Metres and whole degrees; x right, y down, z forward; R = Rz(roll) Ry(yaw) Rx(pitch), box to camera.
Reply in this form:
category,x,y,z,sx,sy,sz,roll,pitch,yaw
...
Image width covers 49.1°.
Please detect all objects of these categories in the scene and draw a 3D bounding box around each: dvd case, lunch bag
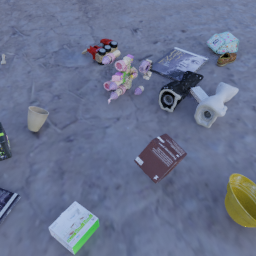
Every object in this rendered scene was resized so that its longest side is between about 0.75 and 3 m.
category,x,y,z,sx,sy,sz,roll,pitch,yaw
dvd case,-4.725,2.482,9.024,1.976,0.158,1.469,14,46,14
lunch bag,5.339,-4.783,15.910,1.433,0.874,1.220,-14,45,-6
dvd case,2.733,-3.440,14.996,2.083,0.224,2.801,29,51,26

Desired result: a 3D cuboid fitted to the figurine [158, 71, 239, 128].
category,x,y,z,sx,sy,sz,roll,pitch,yaw
figurine,3.257,-1.546,12.491,2.866,1.234,2.796,26,46,23

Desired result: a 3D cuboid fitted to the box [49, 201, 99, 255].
category,x,y,z,sx,sy,sz,roll,pitch,yaw
box,-1.585,2.922,8.302,0.982,0.538,1.113,27,51,25

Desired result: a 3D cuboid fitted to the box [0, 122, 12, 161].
category,x,y,z,sx,sy,sz,roll,pitch,yaw
box,-5.244,0.658,10.314,1.534,0.953,1.139,-19,48,-17

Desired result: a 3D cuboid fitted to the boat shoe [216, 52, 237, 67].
category,x,y,z,sx,sy,sz,roll,pitch,yaw
boat shoe,5.425,-3.819,15.162,1.543,0.524,0.555,-34,54,-30

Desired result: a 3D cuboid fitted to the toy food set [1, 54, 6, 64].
category,x,y,z,sx,sy,sz,roll,pitch,yaw
toy food set,-7.639,-3.760,15.218,1.798,0.361,1.241,-13,46,-13

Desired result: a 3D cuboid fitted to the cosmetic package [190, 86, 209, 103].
category,x,y,z,sx,sy,sz,roll,pitch,yaw
cosmetic package,3.352,-1.477,12.956,0.460,0.282,1.114,-13,46,-13

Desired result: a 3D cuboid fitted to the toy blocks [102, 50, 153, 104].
category,x,y,z,sx,sy,sz,roll,pitch,yaw
toy blocks,-0.262,-2.189,12.538,2.058,1.923,1.732,24,43,20

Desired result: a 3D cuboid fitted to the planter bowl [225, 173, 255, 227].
category,x,y,z,sx,sy,sz,roll,pitch,yaw
planter bowl,3.529,2.366,8.470,1.893,0.788,1.893,26,34,-19

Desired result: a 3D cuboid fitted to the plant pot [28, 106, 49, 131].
category,x,y,z,sx,sy,sz,roll,pitch,yaw
plant pot,-3.720,-0.323,11.327,0.803,0.857,0.803,20,14,-5

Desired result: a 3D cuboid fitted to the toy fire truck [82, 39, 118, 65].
category,x,y,z,sx,sy,sz,roll,pitch,yaw
toy fire truck,-1.649,-4.328,15.462,1.753,1.128,1.543,34,54,17

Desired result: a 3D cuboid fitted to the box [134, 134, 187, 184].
category,x,y,z,sx,sy,sz,roll,pitch,yaw
box,1.106,0.978,9.293,1.064,1.053,1.283,45,24,15
